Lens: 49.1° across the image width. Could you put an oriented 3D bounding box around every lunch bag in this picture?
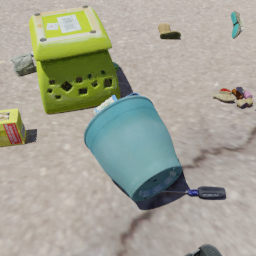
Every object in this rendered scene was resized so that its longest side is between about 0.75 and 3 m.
[{"bbox_3d":[-4.065,-2.498,10.879,0.816,0.684,0.568,-22,47,-22],"label":"lunch bag"}]

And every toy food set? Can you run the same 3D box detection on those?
[{"bbox_3d":[3.799,-1.064,9.720,1.504,0.237,0.956,20,46,30],"label":"toy food set"}]

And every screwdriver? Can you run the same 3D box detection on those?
[{"bbox_3d":[1.299,1.598,6.942,2.169,0.316,0.303,-3,44,9],"label":"screwdriver"}]

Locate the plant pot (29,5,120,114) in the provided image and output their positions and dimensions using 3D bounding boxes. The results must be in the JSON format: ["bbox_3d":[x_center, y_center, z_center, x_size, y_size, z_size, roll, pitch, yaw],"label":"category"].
[{"bbox_3d":[-1.831,-2.396,9.327,2.656,2.422,2.669,-13,49,-11],"label":"plant pot"}]

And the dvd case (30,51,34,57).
[{"bbox_3d":[-3.124,-3.449,12.286,1.420,0.153,1.910,22,48,21],"label":"dvd case"}]

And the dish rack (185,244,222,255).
[{"bbox_3d":[0.985,3.374,4.649,2.742,0.748,2.103,-22,46,-19],"label":"dish rack"}]

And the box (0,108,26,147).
[{"bbox_3d":[-4.313,0.114,7.933,2.546,0.958,0.638,-7,44,-9],"label":"box"}]

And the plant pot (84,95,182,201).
[{"bbox_3d":[0.247,0.594,6.764,2.032,2.032,1.910,-21,57,-21],"label":"plant pot"}]

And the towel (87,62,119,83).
[{"bbox_3d":[-1.576,-2.494,11.229,2.045,0.314,1.526,32,54,27],"label":"towel"}]

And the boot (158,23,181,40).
[{"bbox_3d":[1.979,-4.685,13.432,1.050,0.396,1.199,3,42,3],"label":"boot"}]

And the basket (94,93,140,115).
[{"bbox_3d":[-0.123,-0.356,8.311,1.539,1.070,1.357,-23,46,-9],"label":"basket"}]

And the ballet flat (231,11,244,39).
[{"bbox_3d":[3.145,-2.929,7.999,0.338,0.305,0.898,8,71,-15],"label":"ballet flat"}]
